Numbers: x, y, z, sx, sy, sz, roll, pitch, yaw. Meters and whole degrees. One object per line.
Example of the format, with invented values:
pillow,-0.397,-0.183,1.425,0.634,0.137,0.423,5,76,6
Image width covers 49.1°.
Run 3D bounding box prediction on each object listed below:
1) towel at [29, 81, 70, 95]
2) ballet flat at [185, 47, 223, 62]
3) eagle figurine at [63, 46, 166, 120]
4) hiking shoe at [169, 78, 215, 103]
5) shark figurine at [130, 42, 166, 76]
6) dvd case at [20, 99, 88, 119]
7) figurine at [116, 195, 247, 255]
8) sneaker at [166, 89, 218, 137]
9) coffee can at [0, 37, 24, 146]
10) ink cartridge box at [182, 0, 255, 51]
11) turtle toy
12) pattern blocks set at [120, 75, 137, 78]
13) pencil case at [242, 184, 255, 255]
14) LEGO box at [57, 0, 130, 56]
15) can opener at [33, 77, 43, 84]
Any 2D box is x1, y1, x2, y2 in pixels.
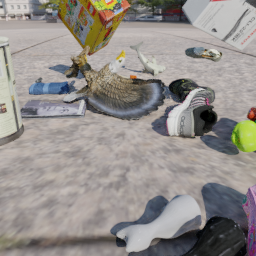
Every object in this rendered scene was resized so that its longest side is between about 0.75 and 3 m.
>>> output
towel,-2.904,-1.482,10.381,1.398,0.339,0.780,-1,24,-4
ballet flat,2.318,-2.294,8.478,1.160,0.391,0.369,9,-21,-10
eagle figurine,-0.397,-1.351,8.683,2.975,2.245,2.257,32,66,-9
hiking shoe,1.967,-1.238,9.376,0.902,0.678,1.792,-16,29,-40
shark figurine,0.807,-3.026,13.247,0.840,2.014,1.203,-29,31,48
dvd case,-2.252,-0.606,8.579,1.942,0.155,1.444,-1,23,-3
figurine,0.570,1.375,3.454,1.179,0.520,1.208,-17,17,-25
sneaker,1.873,-0.361,7.210,0.992,0.836,2.267,15,31,29
coffee can,-3.448,-0.875,6.506,1.663,2.272,1.663,0,23,0
ink cartridge box,2.214,-2.535,5.942,1.672,1.206,0.700,11,47,-32
turtle toy,2.981,0.002,5.927,1.901,1.385,0.961,-16,6,-36
pattern blocks set,-0.441,-1.983,11.738,1.965,0.181,2.235,-10,25,-23
pencil case,1.750,1.371,3.064,0.890,0.890,2.035,7,24,17
LEGO box,-1.296,-3.989,9.561,1.025,1.978,2.656,-40,5,-22
can opener,-3.664,-1.843,11.446,0.297,0.235,0.893,32,20,-16
